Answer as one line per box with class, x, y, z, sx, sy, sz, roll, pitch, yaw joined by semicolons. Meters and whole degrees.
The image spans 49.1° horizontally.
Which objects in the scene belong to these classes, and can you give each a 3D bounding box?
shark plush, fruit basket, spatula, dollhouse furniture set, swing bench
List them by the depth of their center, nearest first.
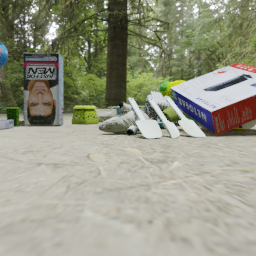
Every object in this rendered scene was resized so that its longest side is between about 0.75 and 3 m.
spatula;0.881;-0.375;7.702;1.662;0.192;2.391;-4;33;-13
shark plush;0.176;-0.186;8.426;2.170;0.986;0.904;-11;-20;-49
dollhouse furniture set;-4.623;-0.504;12.344;1.005;0.776;2.010;1;4;9
fruit basket;2.843;-1.532;12.959;2.827;2.827;2.039;-5;-35;-53
swing bench;-1.274;-0.689;15.281;1.186;0.774;1.193;0;4;-11

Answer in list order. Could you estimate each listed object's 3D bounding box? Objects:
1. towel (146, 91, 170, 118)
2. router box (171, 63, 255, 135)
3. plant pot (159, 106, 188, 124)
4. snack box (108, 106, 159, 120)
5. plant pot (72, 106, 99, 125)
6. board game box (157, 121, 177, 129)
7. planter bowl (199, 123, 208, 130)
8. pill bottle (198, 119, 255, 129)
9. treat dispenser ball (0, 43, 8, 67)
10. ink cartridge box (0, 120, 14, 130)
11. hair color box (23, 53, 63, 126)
towel;2.078;-1.151;15.415;2.065;1.067;2.494;8;20;-4
router box;3.131;-1.068;8.703;2.682;0.730;2.988;-21;23;-6
plant pot;1.830;-0.512;11.756;0.974;1.026;1.026;-22;17;-38
snack box;0.481;-0.897;17.224;2.265;0.909;2.685;3;6;41
plant pot;-2.049;-0.626;13.433;0.970;0.884;0.974;2;3;34
board game box;0.830;-0.128;10.695;1.160;0.241;1.714;-4;6;-44
planter bowl;2.756;-0.197;9.463;0.804;0.541;0.804;0;4;0
pill bottle;3.800;-0.664;9.994;2.485;1.383;1.383;2;4;41
treat dispenser ball;-4.775;-2.614;9.936;0.966;0.966;0.966;0;4;0
ink cartridge box;-4.679;-0.115;9.773;0.707;0.333;1.504;-1;4;3
hair color box;-3.576;-1.601;11.928;1.481;2.991;0.907;0;1;-1
